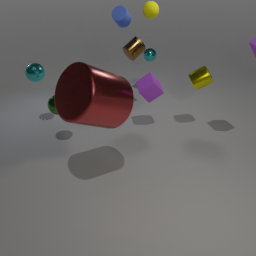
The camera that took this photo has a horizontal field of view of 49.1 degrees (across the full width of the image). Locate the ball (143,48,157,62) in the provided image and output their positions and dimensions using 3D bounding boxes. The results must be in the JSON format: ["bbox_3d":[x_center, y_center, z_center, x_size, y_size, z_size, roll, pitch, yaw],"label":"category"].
[{"bbox_3d":[1.167,-3.882,14.897,0.700,0.700,0.700,0,29,0],"label":"ball"}]

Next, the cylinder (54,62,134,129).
[{"bbox_3d":[-0.814,-0.742,6.827,1.400,1.400,1.400,27,11,40],"label":"cylinder"}]

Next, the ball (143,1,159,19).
[{"bbox_3d":[0.981,-5.085,12.073,0.700,0.700,0.700,0,29,0],"label":"ball"}]

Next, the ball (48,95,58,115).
[{"bbox_3d":[-2.384,-0.792,9.564,0.700,0.700,0.700,0,29,0],"label":"ball"}]

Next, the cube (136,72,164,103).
[{"bbox_3d":[0.823,-1.530,10.575,0.700,0.700,0.700,-33,42,21],"label":"cube"}]

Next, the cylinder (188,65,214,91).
[{"bbox_3d":[2.691,-1.845,10.372,0.700,0.700,0.700,-28,23,17],"label":"cylinder"}]

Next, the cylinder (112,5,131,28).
[{"bbox_3d":[-0.276,-4.890,12.311,0.700,0.700,0.700,10,-3,18],"label":"cylinder"}]

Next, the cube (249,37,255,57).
[{"bbox_3d":[4.251,-2.458,8.446,0.700,0.700,0.700,-40,39,11],"label":"cube"}]

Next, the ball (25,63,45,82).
[{"bbox_3d":[-3.438,-2.052,10.359,0.700,0.700,0.700,0,29,0],"label":"ball"}]

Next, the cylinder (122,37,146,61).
[{"bbox_3d":[0.251,-3.273,11.583,0.700,0.700,0.700,-43,40,-6],"label":"cylinder"}]
